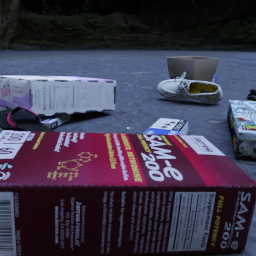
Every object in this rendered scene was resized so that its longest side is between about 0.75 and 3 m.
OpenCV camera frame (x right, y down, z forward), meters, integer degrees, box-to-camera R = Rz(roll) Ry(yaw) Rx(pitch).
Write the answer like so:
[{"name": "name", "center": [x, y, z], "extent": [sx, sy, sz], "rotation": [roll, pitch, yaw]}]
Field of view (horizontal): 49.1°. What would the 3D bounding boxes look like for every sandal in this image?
[{"name": "sandal", "center": [-1.859, -0.120, 5.053], "extent": [1.643, 0.370, 0.617], "rotation": [24, 43, 37]}]

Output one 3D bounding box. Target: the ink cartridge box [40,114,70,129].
[{"name": "ink cartridge box", "center": [-2.277, -0.215, 7.385], "extent": [1.116, 0.262, 1.102], "rotation": [2, 17, 15]}]

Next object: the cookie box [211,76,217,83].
[{"name": "cookie box", "center": [3.554, -2.254, 13.293], "extent": [0.950, 0.418, 1.111], "rotation": [13, 22, 34]}]

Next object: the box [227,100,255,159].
[{"name": "box", "center": [3.335, -0.021, 6.264], "extent": [1.960, 0.571, 2.863], "rotation": [5, 19, 15]}]

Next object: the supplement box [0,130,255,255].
[{"name": "supplement box", "center": [-0.218, 0.683, 3.412], "extent": [2.894, 0.881, 1.575], "rotation": [2, 17, -9]}]

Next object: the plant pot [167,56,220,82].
[{"name": "plant pot", "center": [2.657, -2.243, 11.733], "extent": [1.566, 1.386, 1.564], "rotation": [-11, 21, -33]}]

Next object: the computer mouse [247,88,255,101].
[{"name": "computer mouse", "center": [5.305, -1.117, 9.623], "extent": [1.725, 0.565, 2.456], "rotation": [-2, 18, -10]}]

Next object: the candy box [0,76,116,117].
[{"name": "candy box", "center": [-2.044, -1.000, 8.098], "extent": [2.625, 0.939, 2.202], "rotation": [-8, 16, -42]}]

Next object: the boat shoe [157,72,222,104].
[{"name": "boat shoe", "center": [2.033, -1.391, 9.610], "extent": [2.298, 0.849, 0.980], "rotation": [15, -15, 25]}]

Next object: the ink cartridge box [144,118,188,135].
[{"name": "ink cartridge box", "center": [0.828, 0.150, 6.150], "extent": [0.701, 0.330, 1.491], "rotation": [6, 20, 22]}]
